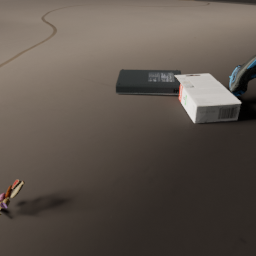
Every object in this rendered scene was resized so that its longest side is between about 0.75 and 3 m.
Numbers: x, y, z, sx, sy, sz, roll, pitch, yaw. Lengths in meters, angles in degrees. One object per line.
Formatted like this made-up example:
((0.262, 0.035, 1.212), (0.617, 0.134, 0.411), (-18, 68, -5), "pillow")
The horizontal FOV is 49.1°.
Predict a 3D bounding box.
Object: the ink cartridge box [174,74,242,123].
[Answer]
((2.589, -1.118, 9.684), (1.444, 0.667, 2.651), (-4, 31, -6), "ink cartridge box")

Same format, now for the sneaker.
((3.726, -1.816, 9.078), (0.697, 1.903, 0.779), (-2, 66, -8), "sneaker")

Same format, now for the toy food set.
((-2.432, 1.354, 5.696), (0.502, 0.124, 0.789), (15, 68, 56), "toy food set")

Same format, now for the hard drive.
((0.847, -1.844, 11.047), (2.521, 0.415, 1.759), (2, 32, 4), "hard drive")
